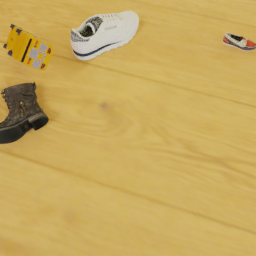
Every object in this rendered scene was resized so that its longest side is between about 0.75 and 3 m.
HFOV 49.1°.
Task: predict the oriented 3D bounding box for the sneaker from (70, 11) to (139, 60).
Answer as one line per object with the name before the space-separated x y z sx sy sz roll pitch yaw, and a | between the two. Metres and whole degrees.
sneaker | -0.665 -3.214 9.052 2.656 1.069 1.015 -38 65 -21

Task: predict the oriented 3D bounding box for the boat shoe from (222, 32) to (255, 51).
boat shoe | 3.712 -2.865 9.254 1.125 0.352 0.400 19 60 9

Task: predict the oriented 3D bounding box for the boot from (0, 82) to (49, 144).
boot | -3.206 -0.487 7.791 1.820 0.630 1.584 -24 61 -23

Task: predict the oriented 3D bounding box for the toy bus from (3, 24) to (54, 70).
toy bus | -3.005 -2.429 8.272 2.415 0.946 0.786 40 108 53
